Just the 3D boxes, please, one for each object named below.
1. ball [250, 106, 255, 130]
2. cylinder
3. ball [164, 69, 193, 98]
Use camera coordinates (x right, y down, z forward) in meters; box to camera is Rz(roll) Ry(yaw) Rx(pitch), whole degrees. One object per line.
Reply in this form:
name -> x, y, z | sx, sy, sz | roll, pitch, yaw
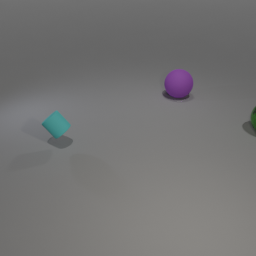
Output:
ball -> 5.350, -0.373, 10.494 | 1.400, 1.400, 1.400 | 0, 29, 0
cylinder -> -2.430, -0.117, 9.494 | 0.700, 0.700, 0.700 | -37, 17, 13
ball -> 2.490, -2.180, 13.751 | 1.400, 1.400, 1.400 | 0, 29, 0
